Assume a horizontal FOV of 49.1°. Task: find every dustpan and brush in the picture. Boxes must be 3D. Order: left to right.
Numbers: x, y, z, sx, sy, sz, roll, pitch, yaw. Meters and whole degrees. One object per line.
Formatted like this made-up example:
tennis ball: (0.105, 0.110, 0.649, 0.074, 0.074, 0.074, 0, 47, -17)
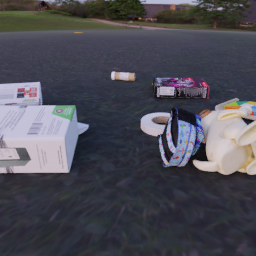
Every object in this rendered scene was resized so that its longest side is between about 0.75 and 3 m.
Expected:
dustpan and brush: (-2.209, 0.184, 9.710, 1.058, 0.434, 1.516, 11, 20, 32)

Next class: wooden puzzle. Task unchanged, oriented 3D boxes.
wooden puzzle: (5.057, -0.828, 11.842, 1.884, 0.379, 2.037, -19, 31, -36)

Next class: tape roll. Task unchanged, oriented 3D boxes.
tape roll: (1.298, -0.145, 10.435, 1.668, 0.305, 1.668, 0, 24, 0)

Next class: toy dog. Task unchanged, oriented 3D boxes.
toy dog: (2.844, 0.320, 8.270, 2.282, 1.643, 2.354, -35, 26, 8)

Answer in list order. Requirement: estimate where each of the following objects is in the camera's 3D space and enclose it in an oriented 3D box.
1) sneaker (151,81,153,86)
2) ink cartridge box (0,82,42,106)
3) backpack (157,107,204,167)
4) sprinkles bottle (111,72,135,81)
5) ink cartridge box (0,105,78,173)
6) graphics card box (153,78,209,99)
sneaker: (1.622, -2.436, 15.434, 0.363, 0.332, 0.852, -10, 26, -22)
ink cartridge box: (-4.632, -1.009, 11.377, 2.143, 0.899, 1.881, -5, 37, -13)
backpack: (1.502, 0.392, 8.024, 1.052, 1.427, 1.563, 16, 37, -7)
sprinkles bottle: (-0.275, -3.069, 16.648, 1.383, 0.472, 0.472, 6, 25, 12)
ink cartridge box: (-3.046, 0.257, 8.278, 2.843, 1.195, 2.075, 0, 30, -1)
graphics card box: (2.599, -2.028, 14.129, 2.654, 0.675, 1.665, 1, 25, 3)
